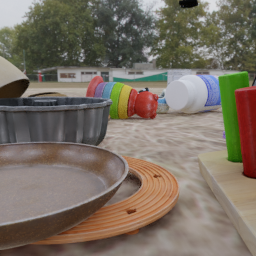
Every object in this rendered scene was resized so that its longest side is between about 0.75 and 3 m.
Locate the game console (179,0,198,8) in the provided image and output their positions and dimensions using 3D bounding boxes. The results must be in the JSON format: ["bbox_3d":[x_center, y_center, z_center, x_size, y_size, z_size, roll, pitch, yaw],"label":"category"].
[{"bbox_3d":[1.664,-3.653,7.880,0.519,0.106,0.880,3,-8,23],"label":"game console"}]

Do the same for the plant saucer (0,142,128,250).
[{"bbox_3d":[-1.121,0.535,2.706,2.261,0.363,2.261,-1,10,0],"label":"plant saucer"}]

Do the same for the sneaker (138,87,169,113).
[{"bbox_3d":[0.296,-1.124,11.579,2.990,1.084,1.075,-3,11,-12],"label":"sneaker"}]

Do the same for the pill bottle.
[{"bbox_3d":[2.890,-1.433,11.741,2.829,1.585,1.585,-8,13,-42],"label":"pill bottle"}]

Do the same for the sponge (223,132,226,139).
[{"bbox_3d":[2.825,0.217,6.359,0.656,0.175,1.176,-5,11,-29],"label":"sponge"}]

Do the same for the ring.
[{"bbox_3d":[-0.633,0.720,3.339,2.468,0.237,2.468,1,9,0],"label":"ring"}]

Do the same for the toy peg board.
[{"bbox_3d":[2.297,-0.012,2.702,2.876,1.407,2.864,-10,9,5],"label":"toy peg board"}]

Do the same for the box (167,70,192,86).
[{"bbox_3d":[2.606,-2.023,14.320,1.101,1.888,0.568,-2,10,-18],"label":"box"}]

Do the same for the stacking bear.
[{"bbox_3d":[-0.144,-0.954,10.109,2.480,1.506,1.410,9,17,11],"label":"stacking bear"}]

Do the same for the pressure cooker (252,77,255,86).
[{"bbox_3d":[3.948,-0.709,6.354,2.083,2.115,2.368,15,11,4],"label":"pressure cooker"}]

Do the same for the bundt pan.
[{"bbox_3d":[-1.632,-0.066,5.591,2.675,1.004,2.675,0,11,0],"label":"bundt pan"}]

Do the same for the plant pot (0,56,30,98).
[{"bbox_3d":[-3.326,-0.835,5.518,2.216,1.487,2.216,-39,7,6],"label":"plant pot"}]

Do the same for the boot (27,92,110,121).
[{"bbox_3d":[-1.558,-0.480,7.848,1.049,1.076,2.851,6,10,39],"label":"boot"}]
